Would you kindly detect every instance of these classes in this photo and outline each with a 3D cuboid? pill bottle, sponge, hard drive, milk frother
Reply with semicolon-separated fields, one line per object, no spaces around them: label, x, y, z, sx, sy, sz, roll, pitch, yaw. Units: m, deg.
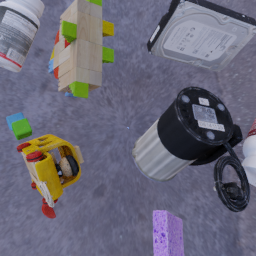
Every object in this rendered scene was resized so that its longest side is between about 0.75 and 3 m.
pill bottle;-2.029;-1.723;4.958;0.736;0.736;1.293;21;85;5
sponge;0.853;2.890;5.558;0.344;1.287;2.307;-10;60;21
hard drive;1.705;-2.108;6.482;2.143;1.497;0.405;8;54;-24
milk frother;1.133;0.637;5.203;1.776;1.851;1.968;24;53;-10
pill bottle;2.811;0.179;5.184;1.061;1.061;1.878;33;70;7

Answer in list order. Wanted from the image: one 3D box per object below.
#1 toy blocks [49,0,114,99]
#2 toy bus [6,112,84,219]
toy blocks;-1.365;-1.814;6.968;1.292;1.767;2.585;6;79;-35
toy bus;-1.439;0.710;5.541;1.057;1.930;2.045;-23;63;-26
